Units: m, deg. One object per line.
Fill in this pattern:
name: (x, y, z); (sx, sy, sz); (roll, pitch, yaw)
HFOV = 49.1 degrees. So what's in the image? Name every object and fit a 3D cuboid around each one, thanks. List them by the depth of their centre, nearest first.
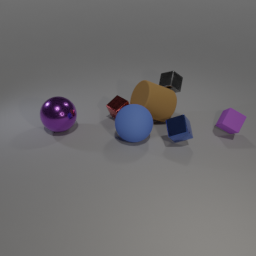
cube: (1.831, 0.032, 9.966); (0.700, 0.700, 0.700); (-17, 63, 23)
ball: (0.218, -0.175, 10.280); (1.400, 1.400, 1.400); (0, 30, 0)
cube: (3.871, -0.255, 10.561); (0.700, 0.700, 0.700); (30, -6, -1)
ball: (-2.694, -0.527, 10.876); (1.400, 1.400, 1.400); (0, 30, 0)
cylinder: (1.028, -1.085, 11.450); (1.400, 1.400, 1.400); (15, 21, -30)
cube: (-0.368, -0.821, 11.835); (0.700, 0.700, 0.700); (32, 68, 36)
cube: (1.829, -1.946, 12.004); (0.700, 0.700, 0.700); (23, -17, -40)
